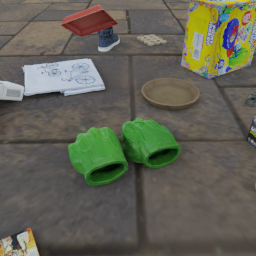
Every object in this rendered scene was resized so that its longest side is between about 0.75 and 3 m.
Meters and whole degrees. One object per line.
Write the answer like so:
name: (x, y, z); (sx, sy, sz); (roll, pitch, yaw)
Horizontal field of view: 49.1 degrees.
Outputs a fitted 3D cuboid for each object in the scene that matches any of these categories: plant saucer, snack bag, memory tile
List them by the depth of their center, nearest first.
plant saucer: (-1.264, -3.576, 9.341); (1.518, 0.279, 1.521); (-13, 0, 17)
plant saucer: (1.477, -1.208, 9.869); (2.024, 0.298, 2.024); (1, 35, 0)
snack bag: (-2.592, -1.982, 10.938); (2.940, 0.315, 2.772); (-10, 36, -14)
memory tile: (1.247, -4.642, 14.811); (1.114, 0.122, 1.453); (-17, 40, -22)

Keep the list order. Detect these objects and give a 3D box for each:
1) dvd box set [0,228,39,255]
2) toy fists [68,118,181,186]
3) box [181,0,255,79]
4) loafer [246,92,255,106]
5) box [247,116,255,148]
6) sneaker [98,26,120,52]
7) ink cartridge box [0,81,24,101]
dvd box set: (-1.983, 2.329, 5.059); (0.691, 0.139, 0.944); (-18, 39, -22)
toy fists: (-0.095, 0.503, 6.984); (2.708, 0.931, 1.381); (-13, 45, -20)
box: (3.822, -3.823, 11.395); (2.642, 2.743, 1.673); (-21, 41, -27)
loafer: (4.463, -1.127, 9.683); (1.183, 0.372, 0.425); (-30, 45, -35)
box: (3.637, 0.265, 7.355); (0.228, 0.824, 1.028); (-14, 39, -17)
sneaker: (-0.940, -4.820, 13.923); (0.779, 1.481, 2.049); (7, 35, 13)
ink cartridge box: (-5.068, -1.477, 9.321); (2.421, 0.606, 1.948); (20, 11, 23)
